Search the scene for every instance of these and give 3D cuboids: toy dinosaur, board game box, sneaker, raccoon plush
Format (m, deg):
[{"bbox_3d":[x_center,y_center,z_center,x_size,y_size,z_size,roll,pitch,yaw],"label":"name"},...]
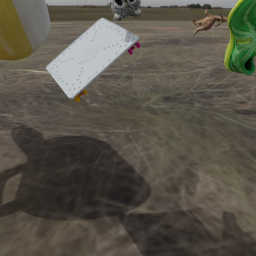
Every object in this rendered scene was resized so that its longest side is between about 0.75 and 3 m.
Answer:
[{"bbox_3d":[2.407,-3.109,8.309,1.080,0.464,0.732,-43,62,0],"label":"toy dinosaur"},{"bbox_3d":[-0.528,-0.993,3.926,1.162,0.150,1.161,-42,43,-2],"label":"board game box"},{"bbox_3d":[2.365,-1.786,5.453,0.657,1.774,0.741,-39,53,-16],"label":"sneaker"},{"bbox_3d":[0.053,-1.723,3.805,0.479,0.663,0.990,-10,3,26],"label":"raccoon plush"}]

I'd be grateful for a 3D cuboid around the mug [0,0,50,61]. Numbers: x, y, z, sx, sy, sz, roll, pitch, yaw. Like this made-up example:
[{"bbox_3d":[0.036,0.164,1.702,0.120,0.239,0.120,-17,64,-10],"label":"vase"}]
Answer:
[{"bbox_3d":[-2.879,-2.453,5.537,2.781,2.283,2.227,-31,62,-11],"label":"mug"}]
